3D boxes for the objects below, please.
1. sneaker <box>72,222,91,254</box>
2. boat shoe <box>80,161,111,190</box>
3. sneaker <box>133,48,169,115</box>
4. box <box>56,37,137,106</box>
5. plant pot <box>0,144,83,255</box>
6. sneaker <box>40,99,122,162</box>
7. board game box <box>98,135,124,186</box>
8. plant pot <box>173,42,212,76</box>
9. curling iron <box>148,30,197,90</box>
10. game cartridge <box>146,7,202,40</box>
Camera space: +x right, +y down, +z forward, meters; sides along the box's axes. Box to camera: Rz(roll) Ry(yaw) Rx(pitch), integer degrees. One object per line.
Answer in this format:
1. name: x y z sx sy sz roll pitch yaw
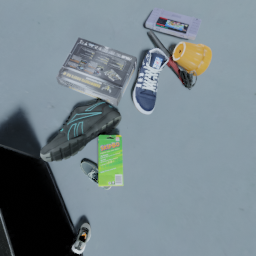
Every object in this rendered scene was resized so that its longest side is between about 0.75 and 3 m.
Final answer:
1. sneaker: -1.101 2.700 7.040 0.356 0.962 0.381 26 109 -4
2. boat shoe: -0.910 1.287 7.793 1.101 0.340 0.401 40 81 11
3. sneaker: 0.695 -1.477 8.354 0.719 1.113 2.051 15 57 -14
4. box: -0.969 -1.831 9.000 2.107 0.509 1.668 20 71 7
5. plant pot: -3.093 2.316 6.241 2.559 2.885 2.878 -29 71 1
6. sneaker: -1.430 0.051 8.047 2.544 0.959 1.008 -32 72 -24
7. board game box: -0.476 0.876 7.621 0.664 0.208 1.389 0 76 -8
8. plant pot: 1.937 -2.236 8.746 0.901 0.984 0.984 16 65 -27
9. curling iron: 1.430 -2.284 9.138 0.326 0.632 2.550 -21 66 -27
10. game cartridge: 1.570 -3.581 9.554 1.729 0.332 1.121 18 47 8
